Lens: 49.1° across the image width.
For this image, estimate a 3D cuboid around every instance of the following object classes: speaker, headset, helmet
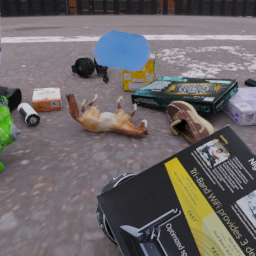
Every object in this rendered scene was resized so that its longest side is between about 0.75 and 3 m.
[{"bbox_3d":[-3.038,-0.419,8.558,0.420,0.420,1.035,-16,31,-29],"label":"speaker"},{"bbox_3d":[-1.575,-2.678,12.868,1.612,1.227,2.611,-18,16,-27],"label":"headset"},{"bbox_3d":[0.152,1.265,4.247,1.211,1.271,1.271,16,31,25],"label":"helmet"}]

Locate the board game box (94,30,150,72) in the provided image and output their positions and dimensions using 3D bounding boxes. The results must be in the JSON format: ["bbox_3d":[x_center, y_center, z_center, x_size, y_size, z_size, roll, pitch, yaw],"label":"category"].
[{"bbox_3d":[-0.136,-1.879,7.043,1.395,0.272,1.102,12,68,7],"label":"board game box"}]

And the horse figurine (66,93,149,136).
[{"bbox_3d":[-0.636,-0.367,8.082,2.440,0.609,1.617,7,43,-4],"label":"horse figurine"}]

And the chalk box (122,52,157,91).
[{"bbox_3d":[0.531,-2.429,11.645,1.290,1.284,2.074,3,26,8],"label":"chalk box"}]

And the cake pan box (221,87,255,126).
[{"bbox_3d":[4.131,-0.760,9.096,1.985,0.564,2.155,-6,27,-5],"label":"cake pan box"}]

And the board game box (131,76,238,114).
[{"bbox_3d":[1.883,-1.201,9.472,2.993,0.421,2.025,11,33,38],"label":"board game box"}]

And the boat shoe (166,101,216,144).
[{"bbox_3d":[1.500,-0.141,7.691,0.750,0.752,2.084,-9,34,-20],"label":"boat shoe"}]

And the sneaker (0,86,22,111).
[{"bbox_3d":[-4.479,-0.890,9.153,1.389,0.800,2.663,3,22,4],"label":"sneaker"}]

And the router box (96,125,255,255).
[{"bbox_3d":[1.015,1.377,3.031,1.894,0.629,2.409,-27,59,-8],"label":"router box"}]

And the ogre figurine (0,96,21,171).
[{"bbox_3d":[-3.378,0.324,6.195,1.428,1.169,2.382,29,45,28],"label":"ogre figurine"}]

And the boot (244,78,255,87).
[{"bbox_3d":[5.434,-1.831,11.561,0.785,0.313,0.953,-10,24,-24],"label":"boot"}]

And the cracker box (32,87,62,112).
[{"bbox_3d":[-2.819,-1.018,9.778,0.914,0.394,1.364,-6,27,-13],"label":"cracker box"}]
